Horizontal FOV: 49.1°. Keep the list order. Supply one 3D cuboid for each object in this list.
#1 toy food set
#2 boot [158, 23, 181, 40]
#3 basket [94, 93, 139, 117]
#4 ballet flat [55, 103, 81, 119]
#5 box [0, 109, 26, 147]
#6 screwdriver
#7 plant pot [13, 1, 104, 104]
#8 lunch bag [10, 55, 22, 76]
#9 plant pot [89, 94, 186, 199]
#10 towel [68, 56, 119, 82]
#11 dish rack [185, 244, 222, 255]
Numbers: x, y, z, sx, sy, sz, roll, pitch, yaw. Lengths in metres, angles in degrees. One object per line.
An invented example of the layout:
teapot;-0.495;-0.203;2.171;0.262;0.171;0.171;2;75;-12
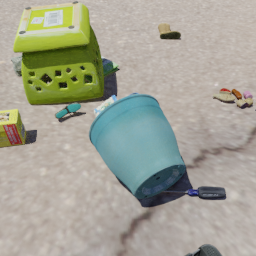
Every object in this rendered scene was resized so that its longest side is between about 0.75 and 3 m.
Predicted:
toy food set;3.799;-1.064;9.720;1.504;0.237;0.956;20;46;30
boot;1.979;-4.685;13.432;1.050;0.396;1.199;3;42;3
basket;-0.123;-0.356;8.311;1.539;1.070;1.357;-23;46;-9
ballet flat;-1.944;-0.584;8.951;0.898;0.305;0.338;-28;26;-15
box;-4.310;0.129;7.916;2.546;0.958;0.638;-7;46;-9
screwdriver;1.299;1.598;6.942;2.169;0.316;0.303;-3;44;9
plant pot;-2.295;-2.640;9.532;2.656;2.422;2.669;-7;48;-1
lunch bag;-4.065;-2.498;10.879;0.816;0.684;0.568;-22;47;-22
plant pot;0.348;0.547;6.812;2.032;2.032;1.910;-19;56;-19
towel;-1.587;-2.504;11.240;2.045;0.314;1.526;34;55;28
dish rack;0.985;3.374;4.649;2.742;0.748;2.103;-22;46;-19
